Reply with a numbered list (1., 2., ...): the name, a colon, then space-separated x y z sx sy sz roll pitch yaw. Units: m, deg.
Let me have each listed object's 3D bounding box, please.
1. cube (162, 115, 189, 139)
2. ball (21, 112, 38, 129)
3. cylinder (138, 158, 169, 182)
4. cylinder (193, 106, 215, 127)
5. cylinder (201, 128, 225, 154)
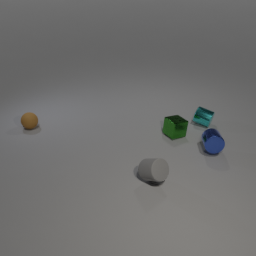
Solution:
1. cube: 1.900 -0.048 11.276 0.700 0.700 0.700 -10 30 -28
2. ball: -4.144 -0.311 11.786 0.700 0.700 0.700 0 29 0
3. cylinder: 0.788 1.289 8.670 0.700 0.700 0.700 -22 7 -34
4. cylinder: 3.250 -0.484 12.012 0.700 0.700 0.700 25 37 21
5. cylinder: 3.057 0.460 10.097 0.700 0.700 0.700 2 23 3
